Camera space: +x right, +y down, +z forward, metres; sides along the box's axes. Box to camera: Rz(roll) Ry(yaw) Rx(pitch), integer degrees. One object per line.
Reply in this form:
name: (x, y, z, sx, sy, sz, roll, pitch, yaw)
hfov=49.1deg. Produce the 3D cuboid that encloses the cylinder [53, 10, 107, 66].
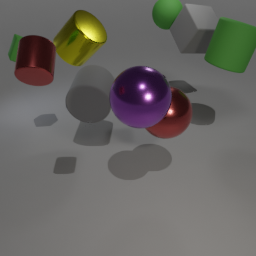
cylinder: (-1.691, -3.144, 9.907, 1.400, 1.400, 1.400, -32, 10, 38)

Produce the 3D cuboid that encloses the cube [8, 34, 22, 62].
cube: (-3.207, -2.371, 8.612, 0.700, 0.700, 0.700, 15, 18, -34)

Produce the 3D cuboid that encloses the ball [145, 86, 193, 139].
ball: (1.004, -0.412, 7.458, 1.400, 1.400, 1.400, 0, 31, 0)

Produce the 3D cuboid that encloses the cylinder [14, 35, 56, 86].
cylinder: (-1.745, -1.261, 5.315, 0.700, 0.700, 0.700, 0, 70, -1)

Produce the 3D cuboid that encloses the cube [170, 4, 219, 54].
cube: (2.850, -4.110, 11.734, 1.400, 1.400, 1.400, -7, 66, -26)

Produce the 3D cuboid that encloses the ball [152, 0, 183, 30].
ball: (1.782, -5.151, 12.565, 1.400, 1.400, 1.400, 0, 31, 0)

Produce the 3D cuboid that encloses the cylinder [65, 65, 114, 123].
cylinder: (-1.168, -1.113, 9.044, 1.400, 1.400, 1.400, 2, 38, 3)

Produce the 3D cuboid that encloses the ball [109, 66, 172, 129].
ball: (0.280, -0.687, 6.302, 1.400, 1.400, 1.400, 0, 31, 0)

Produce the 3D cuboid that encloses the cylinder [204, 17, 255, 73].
cylinder: (3.390, -2.693, 9.088, 1.400, 1.400, 1.400, 13, 28, -7)
